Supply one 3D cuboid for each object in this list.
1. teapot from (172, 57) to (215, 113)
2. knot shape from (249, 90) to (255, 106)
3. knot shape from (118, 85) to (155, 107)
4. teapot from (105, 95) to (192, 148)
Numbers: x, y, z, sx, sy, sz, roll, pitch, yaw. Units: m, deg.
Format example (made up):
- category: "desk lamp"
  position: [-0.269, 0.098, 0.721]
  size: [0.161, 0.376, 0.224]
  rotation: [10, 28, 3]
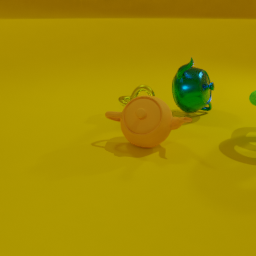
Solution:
- category: "teapot"
  position: [1.816, -1.114, 7.653]
  size: [1.021, 2.085, 1.297]
  rotation: [-4, 54, 35]
- category: "knot shape"
  position: [3.437, -0.546, 6.018]
  size: [1.842, 0.910, 1.968]
  rotation: [-3, 58, -41]
- category: "knot shape"
  position: [0.268, -0.747, 7.694]
  size: [1.003, 0.495, 1.072]
  rotation: [-31, 37, 13]
- category: "teapot"
  position: [0.423, -0.185, 6.033]
  size: [1.902, 1.183, 0.931]
  rotation: [6, -13, 16]
